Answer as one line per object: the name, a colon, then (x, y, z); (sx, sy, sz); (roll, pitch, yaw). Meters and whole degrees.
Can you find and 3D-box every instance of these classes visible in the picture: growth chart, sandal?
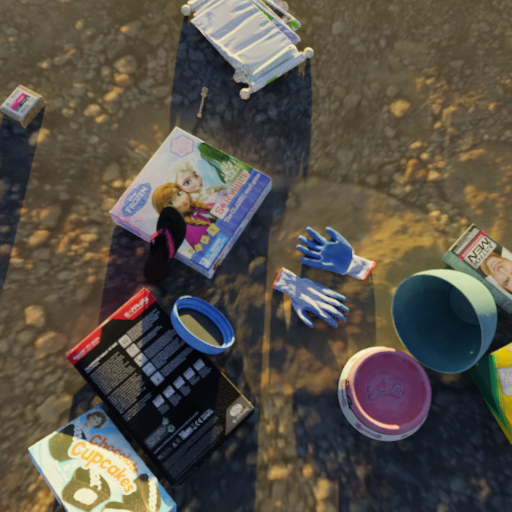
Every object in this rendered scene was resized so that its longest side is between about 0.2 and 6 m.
growth chart: (-0.166, -5.240, 12.831); (2.331, 0.286, 3.221); (-31, 71, -12)
sandal: (-1.722, -0.156, 10.321); (0.598, 0.359, 1.592); (25, 109, 12)

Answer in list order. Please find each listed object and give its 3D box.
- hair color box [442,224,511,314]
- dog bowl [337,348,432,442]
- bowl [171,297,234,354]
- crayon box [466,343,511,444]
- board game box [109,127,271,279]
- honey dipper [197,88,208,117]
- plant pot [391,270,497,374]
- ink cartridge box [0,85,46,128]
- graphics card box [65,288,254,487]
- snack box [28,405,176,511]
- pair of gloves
hair color box: (4.435, 0.238, 10.569); (1.597, 0.484, 0.791); (42, 74, 14)
dog bowl: (2.260, 2.338, 9.682); (1.650, 0.608, 1.650); (0, 69, 0)
bowl: (-0.962, 1.231, 9.889); (1.232, 1.232, 0.242); (45, 112, 15)
crayon box: (4.839, 2.213, 9.780); (1.725, 0.503, 1.488); (-24, 71, -9)
board game box: (-1.262, -1.103, 11.096); (2.323, 0.479, 2.328); (29, 71, 11)
honey dipper: (-1.179, -3.331, 12.168); (0.134, 0.134, 0.704); (10, 71, 4)
plant pot: (3.444, 0.985, 9.767); (1.195, 1.774, 1.774); (-20, 68, -35)
ink cartridge box: (-5.022, -3.209, 12.032); (0.622, 0.284, 0.755); (28, 72, 9)
graphics card box: (-1.632, 2.216, 9.655); (1.828, 0.741, 2.914); (-42, 73, -15)
snack box: (-2.436, 3.554, 8.821); (1.297, 0.414, 2.232); (-29, 55, -33)
pair of gloves: (1.256, 0.405, 10.652); (1.574, 0.223, 1.957); (29, 71, 11)
